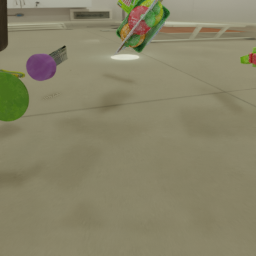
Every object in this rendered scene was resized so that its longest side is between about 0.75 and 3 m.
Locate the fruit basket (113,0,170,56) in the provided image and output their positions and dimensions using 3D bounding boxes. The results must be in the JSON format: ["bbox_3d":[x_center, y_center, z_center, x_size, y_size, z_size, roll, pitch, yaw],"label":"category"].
[{"bbox_3d":[0.450,-3.080,8.406,1.125,2.223,2.400,36,20,-12],"label":"fruit basket"}]

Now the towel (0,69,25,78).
[{"bbox_3d":[-3.436,-1.264,6.334,0.893,0.187,2.076,9,12,27],"label":"towel"}]

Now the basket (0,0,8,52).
[{"bbox_3d":[-4.026,-3.121,7.948,1.173,1.724,1.555,28,52,9],"label":"basket"}]

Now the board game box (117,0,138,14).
[{"bbox_3d":[0.566,-4.764,11.103,2.010,1.021,0.478,47,40,13],"label":"board game box"}]

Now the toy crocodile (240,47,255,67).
[{"bbox_3d":[4.466,-2.301,9.344,0.639,0.699,2.071,-7,20,-3],"label":"toy crocodile"}]

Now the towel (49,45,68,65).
[{"bbox_3d":[-2.607,-2.450,10.049,1.035,0.186,1.075,-34,-3,-12],"label":"towel"}]

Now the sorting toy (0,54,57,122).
[{"bbox_3d":[-1.996,-0.480,4.681,2.215,0.768,0.763,-35,9,14],"label":"sorting toy"}]
